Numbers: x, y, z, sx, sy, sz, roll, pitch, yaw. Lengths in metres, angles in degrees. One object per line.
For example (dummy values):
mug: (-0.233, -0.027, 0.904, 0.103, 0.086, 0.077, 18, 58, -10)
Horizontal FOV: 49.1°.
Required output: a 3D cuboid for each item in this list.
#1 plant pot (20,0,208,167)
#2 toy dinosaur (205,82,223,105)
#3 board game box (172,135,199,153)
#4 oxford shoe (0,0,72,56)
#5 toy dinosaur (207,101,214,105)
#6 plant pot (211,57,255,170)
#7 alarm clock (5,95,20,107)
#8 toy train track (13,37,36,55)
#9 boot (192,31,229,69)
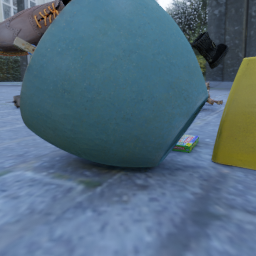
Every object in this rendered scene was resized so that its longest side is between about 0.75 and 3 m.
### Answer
plant pot: (0.089, -0.475, 4.215, 1.818, 2.700, 2.700, 36, 22, 13)
toy dinosaur: (2.599, -1.113, 10.903, 2.173, 0.933, 1.473, -21, 8, -20)
board game box: (1.025, 0.283, 5.572, 0.611, 0.132, 0.909, 4, 12, 23)
oxford shoe: (-1.938, -2.615, 6.673, 2.935, 1.046, 1.070, -31, 4, -21)
toy dinosaur: (2.710, -1.518, 13.043, 2.571, 0.777, 1.366, 5, 13, 24)
plant pot: (2.632, -0.309, 4.615, 1.893, 1.669, 1.893, 8, 13, 33)
alarm clock: (-4.300, -1.097, 11.531, 1.052, 0.519, 1.559, 9, 12, 36)
toy train track: (-1.472, -1.251, 5.205, 1.318, 0.756, 0.214, 26, -18, -29)
boot: (2.792, -2.759, 9.409, 0.559, 1.110, 1.484, -33, 14, 43)
